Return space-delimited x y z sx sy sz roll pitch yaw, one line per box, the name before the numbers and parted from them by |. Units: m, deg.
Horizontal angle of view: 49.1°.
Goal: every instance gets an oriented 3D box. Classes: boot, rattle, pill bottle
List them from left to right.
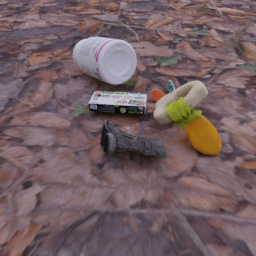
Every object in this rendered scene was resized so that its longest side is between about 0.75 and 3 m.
pill bottle | -0.901 -2.375 9.571 1.379 1.379 2.433 -23 30 -25
boot | 0.119 0.351 7.347 1.567 0.623 1.800 7 20 -15
rattle | 1.668 -0.425 8.230 1.825 1.663 2.555 33 -4 -13

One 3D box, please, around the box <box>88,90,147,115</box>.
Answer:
box | -0.281 -0.810 8.650 1.695 0.294 0.933 4 34 6
